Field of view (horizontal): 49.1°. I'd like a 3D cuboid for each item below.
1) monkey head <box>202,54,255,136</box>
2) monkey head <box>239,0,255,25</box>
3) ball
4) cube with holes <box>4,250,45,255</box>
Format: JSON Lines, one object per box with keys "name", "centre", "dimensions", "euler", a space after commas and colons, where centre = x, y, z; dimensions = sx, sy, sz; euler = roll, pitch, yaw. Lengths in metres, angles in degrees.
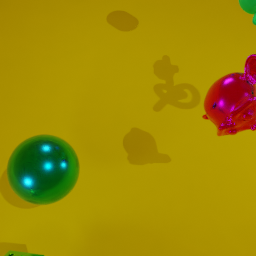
{"name": "monkey head", "centre": [2.031, -0.409, 5.031], "dimensions": [1.229, 1.708, 1.029], "euler": [9, 52, -14]}
{"name": "monkey head", "centre": [2.901, -2.895, 6.063], "dimensions": [0.919, 0.770, 1.278], "euler": [-1, 67, -2]}
{"name": "ball", "centre": [-1.659, 0.817, 5.566], "dimensions": [1.385, 1.385, 1.385], "euler": [0, 64, 0]}
{"name": "cube with holes", "centre": [-1.825, 2.587, 4.608], "dimensions": [0.711, 0.711, 0.711], "euler": [0, 104, 16]}
